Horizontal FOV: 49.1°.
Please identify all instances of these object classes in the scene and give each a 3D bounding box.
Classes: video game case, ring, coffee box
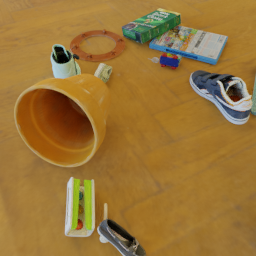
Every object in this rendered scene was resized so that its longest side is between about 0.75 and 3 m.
[{"bbox_3d":[2.722,-3.828,12.493,2.969,0.264,2.125,20,51,17],"label":"video game case"},{"bbox_3d":[-1.355,-3.762,12.464,2.489,0.239,2.489,0,47,0],"label":"ring"},{"bbox_3d":[1.080,-4.742,12.878,2.419,0.532,1.487,-32,44,-21],"label":"coffee box"}]

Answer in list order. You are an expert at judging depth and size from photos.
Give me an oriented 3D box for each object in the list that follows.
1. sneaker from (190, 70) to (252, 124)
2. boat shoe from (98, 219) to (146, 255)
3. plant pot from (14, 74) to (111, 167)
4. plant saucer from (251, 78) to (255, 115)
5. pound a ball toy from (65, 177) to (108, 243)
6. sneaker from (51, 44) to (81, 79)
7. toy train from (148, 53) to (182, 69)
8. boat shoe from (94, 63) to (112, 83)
[{"bbox_3d":[3.263,-1.443,9.788,1.110,1.124,2.830,-23,50,-18],"label":"sneaker"},{"bbox_3d":[-0.085,2.536,6.333,1.315,0.375,0.440,35,29,-1],"label":"boat shoe"},{"bbox_3d":[-1.583,-0.498,8.255,2.469,2.469,2.261,15,34,13],"label":"plant pot"},{"bbox_3d":[5.147,-1.386,10.293,1.042,0.283,2.979,17,49,15],"label":"plant saucer"},{"bbox_3d":[-1.022,2.092,6.980,1.021,0.665,1.566,11,47,-21],"label":"pound a ball toy"},{"bbox_3d":[-2.306,-2.485,10.278,1.047,1.679,2.846,-15,43,-12],"label":"sneaker"},{"bbox_3d":[1.542,-2.869,11.503,1.277,0.540,0.739,17,37,19],"label":"toy train"},{"bbox_3d":[-0.959,-1.967,10.621,0.495,0.574,1.595,7,46,4],"label":"boat shoe"}]
